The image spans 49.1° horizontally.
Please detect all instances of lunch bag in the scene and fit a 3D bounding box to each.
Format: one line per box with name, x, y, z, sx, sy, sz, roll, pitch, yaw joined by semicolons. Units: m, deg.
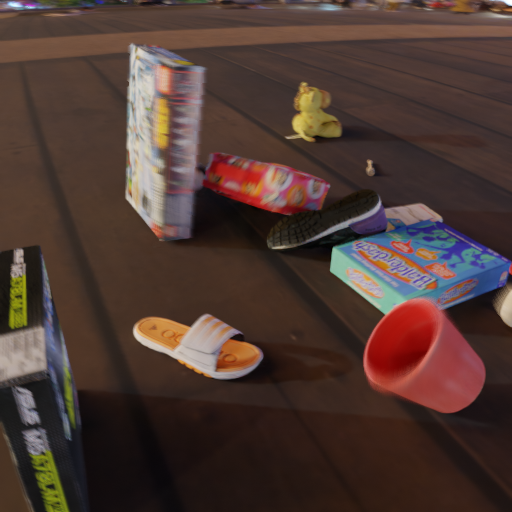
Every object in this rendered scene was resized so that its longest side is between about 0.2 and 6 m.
lunch bag;0.090;-1.584;12.079;2.495;1.022;2.197;23;11;42

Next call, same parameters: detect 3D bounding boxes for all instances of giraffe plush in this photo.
giraffe plush;1.740;-4.530;17.373;1.880;1.525;1.622;-23;37;-34

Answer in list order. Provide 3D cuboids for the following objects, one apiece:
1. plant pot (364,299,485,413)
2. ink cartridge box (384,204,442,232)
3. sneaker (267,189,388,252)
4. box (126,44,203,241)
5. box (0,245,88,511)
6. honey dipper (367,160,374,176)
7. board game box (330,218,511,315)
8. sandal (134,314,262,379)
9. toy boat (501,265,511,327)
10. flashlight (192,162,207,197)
plant pot;2.272;1.387;7.368;1.141;1.290;1.290;36;24;-19
ink cartridge box;3.190;-0.671;11.813;1.131;0.473;0.820;-10;32;-16
sneaker;1.428;-0.377;11.090;2.385;1.044;0.903;-18;41;18
box;-2.014;-2.402;11.735;0.702;3.518;2.408;-7;31;-28
box;-2.381;1.479;6.247;0.589;2.393;2.478;-13;32;-15
honey dipper;3.082;-2.387;15.087;0.181;0.181;0.951;5;27;9
board game box;2.956;0.192;10.184;2.555;0.575;1.943;-17;36;-26
sandal;-0.965;1.209;8.448;2.171;0.622;0.832;14;33;22
toy boat;4.304;0.633;8.909;0.960;1.142;0.531;-39;41;-26
flashlight;-1.937;-2.252;14.245;0.835;0.832;2.456;-51;36;3
